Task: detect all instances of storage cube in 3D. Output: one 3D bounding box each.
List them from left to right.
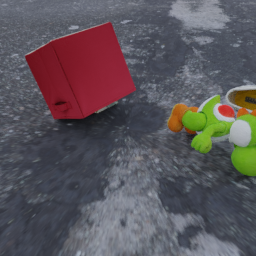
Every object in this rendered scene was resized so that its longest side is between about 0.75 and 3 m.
[{"bbox_3d":[-1.337,-1.572,7.993,2.250,2.022,1.923,-33,20,-32],"label":"storage cube"}]

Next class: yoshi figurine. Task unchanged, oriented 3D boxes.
[{"bbox_3d":[2.277,0.300,6.679,2.675,1.498,1.503,22,61,46],"label":"yoshi figurine"}]

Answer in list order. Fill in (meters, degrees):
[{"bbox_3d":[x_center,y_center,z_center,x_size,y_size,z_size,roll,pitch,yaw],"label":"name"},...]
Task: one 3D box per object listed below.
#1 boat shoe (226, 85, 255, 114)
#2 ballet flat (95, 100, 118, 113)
[{"bbox_3d":[3.923,-0.589,7.093,1.044,1.060,2.990,-5,19,-43],"label":"boat shoe"},{"bbox_3d":[-1.013,-0.847,8.463,0.685,0.705,1.982,22,2,29],"label":"ballet flat"}]
